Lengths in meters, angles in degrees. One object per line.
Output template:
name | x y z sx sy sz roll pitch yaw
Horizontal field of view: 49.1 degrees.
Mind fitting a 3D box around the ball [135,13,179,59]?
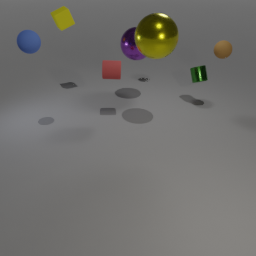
ball | 0.908 -2.910 8.919 1.400 1.400 1.400 0 28 0

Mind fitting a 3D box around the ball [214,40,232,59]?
ball | 3.744 -3.088 11.041 0.700 0.700 0.700 0 28 0

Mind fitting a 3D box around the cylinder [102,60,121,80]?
cylinder | -0.619 -2.210 10.657 0.700 0.700 0.700 1 28 -2

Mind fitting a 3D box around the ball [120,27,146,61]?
ball | 0.367 -3.651 12.160 1.400 1.400 1.400 0 28 0

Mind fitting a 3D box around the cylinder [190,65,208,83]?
cylinder | 3.231 -2.440 12.755 0.700 0.700 0.700 -11 7 1

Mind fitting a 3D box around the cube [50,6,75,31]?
cube | -2.871 -4.824 12.316 0.700 0.700 0.700 -32 42 -9

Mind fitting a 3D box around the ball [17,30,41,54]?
ball | -3.018 -2.622 8.527 0.700 0.700 0.700 0 28 0
